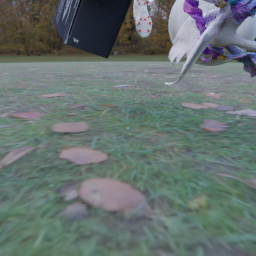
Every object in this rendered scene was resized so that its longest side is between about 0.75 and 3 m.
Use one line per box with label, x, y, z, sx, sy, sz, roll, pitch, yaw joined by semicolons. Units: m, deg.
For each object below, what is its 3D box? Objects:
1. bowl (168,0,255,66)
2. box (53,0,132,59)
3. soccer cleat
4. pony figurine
bowl;1.901;-2.530;6.331;2.124;2.124;0.955;5;4;18
box;-1.211;-3.650;8.637;1.411;2.002;2.706;12;28;-30
soccer cleat;0.486;-3.825;9.845;0.577;1.666;0.646;-3;-15;-10
pony figurine;1.483;-1.573;4.477;2.019;1.949;1.681;17;32;-8
